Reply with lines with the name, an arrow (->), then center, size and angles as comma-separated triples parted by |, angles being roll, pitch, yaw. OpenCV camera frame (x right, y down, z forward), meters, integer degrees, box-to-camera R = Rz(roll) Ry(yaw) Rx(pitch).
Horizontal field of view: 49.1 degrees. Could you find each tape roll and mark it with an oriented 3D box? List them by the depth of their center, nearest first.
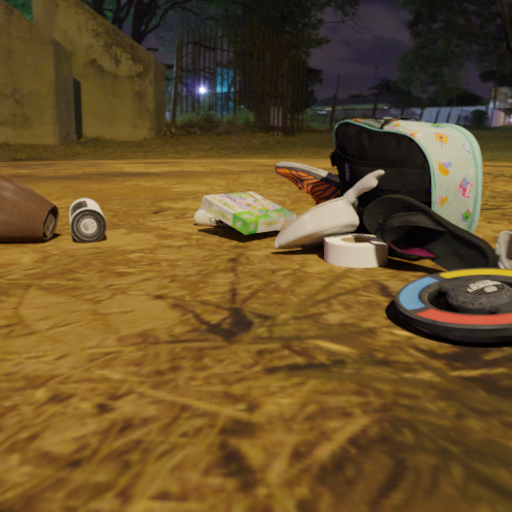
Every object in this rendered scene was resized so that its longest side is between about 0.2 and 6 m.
tape roll -> 1.996, -0.113, 11.233 | 1.274, 0.446, 1.274 | 0, 14, 0

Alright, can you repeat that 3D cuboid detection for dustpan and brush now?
dustpan and brush -> 1.680, -0.908, 11.378 | 1.797, 0.737, 2.575 | -5, -15, -40

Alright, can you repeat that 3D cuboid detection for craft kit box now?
craft kit box -> -0.184, -1.080, 13.719 | 1.670, 0.410, 1.691 | -15, 35, -42

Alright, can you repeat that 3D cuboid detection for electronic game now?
electronic game -> 3.028, 0.581, 7.559 | 2.273, 0.473, 2.273 | -7, 14, 2

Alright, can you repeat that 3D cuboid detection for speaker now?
speaker -> -4.181, -0.894, 13.833 | 0.837, 0.837, 2.062 | -4, 14, -18

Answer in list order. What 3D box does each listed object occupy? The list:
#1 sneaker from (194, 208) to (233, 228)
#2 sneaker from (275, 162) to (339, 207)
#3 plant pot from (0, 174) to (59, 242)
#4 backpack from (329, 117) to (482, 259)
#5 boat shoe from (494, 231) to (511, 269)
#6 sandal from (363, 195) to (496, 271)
sneaker -> -0.804, -1.045, 14.997 | 1.876, 0.674, 0.680 | -4, 36, 13
sneaker -> 1.475, -1.566, 14.441 | 2.399, 1.344, 0.930 | 20, 9, 17
plant pot -> -5.648, -0.989, 13.010 | 1.839, 1.719, 1.719 | 16, 13, 1
backpack -> 3.312, -1.505, 11.951 | 2.514, 2.883, 3.280 | -8, 19, -17
boat shoe -> 4.328, 0.209, 8.998 | 0.908, 0.790, 2.463 | 2, 14, 9
sandal -> 2.925, -0.363, 10.019 | 0.640, 1.005, 2.675 | -19, 35, -37
